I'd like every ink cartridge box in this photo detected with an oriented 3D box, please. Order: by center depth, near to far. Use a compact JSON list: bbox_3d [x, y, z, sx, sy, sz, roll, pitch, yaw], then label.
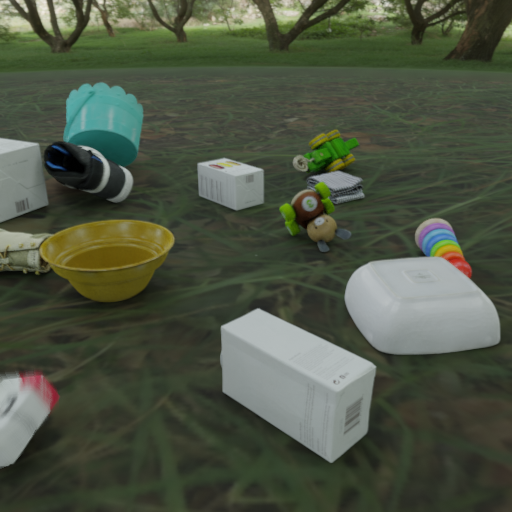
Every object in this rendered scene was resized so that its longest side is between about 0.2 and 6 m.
[{"bbox_3d":[-2.639,1.738,5.944,0.644,0.369,0.886,-11,30,25],"label":"ink cartridge box"}]

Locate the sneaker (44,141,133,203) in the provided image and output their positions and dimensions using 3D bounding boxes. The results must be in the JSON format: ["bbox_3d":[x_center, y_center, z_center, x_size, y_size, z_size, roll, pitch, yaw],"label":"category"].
[{"bbox_3d":[-4.644,-2.355,13.833,3.233,1.181,1.809,21,-2,37],"label":"sneaker"}]

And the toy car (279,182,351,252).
[{"bbox_3d":[1.273,-0.646,11.256,1.048,1.006,1.275,-32,54,-4],"label":"toy car"}]

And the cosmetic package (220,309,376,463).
[{"bbox_3d":[0.406,1.408,6.410,0.710,0.988,1.750,-21,33,-40],"label":"cosmetic package"}]

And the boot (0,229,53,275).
[{"bbox_3d":[-4.546,0.057,9.790,1.611,0.751,2.083,6,23,11],"label":"boot"}]

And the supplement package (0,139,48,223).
[{"bbox_3d":[-6.247,-1.832,13.069,2.025,1.526,1.537,12,26,26],"label":"supplement package"}]

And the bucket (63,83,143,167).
[{"bbox_3d":[-4.381,-3.639,16.088,2.305,2.305,1.500,-1,66,-3],"label":"bucket"}]

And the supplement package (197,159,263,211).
[{"bbox_3d":[-0.647,-1.791,13.808,0.896,0.863,1.575,-19,29,-36],"label":"supplement package"}]

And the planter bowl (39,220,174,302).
[{"bbox_3d":[-2.410,0.169,9.327,2.135,0.889,2.135,0,24,0],"label":"planter bowl"}]

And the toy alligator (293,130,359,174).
[{"bbox_3d":[1.789,-2.753,15.994,0.985,1.077,3.632,-34,-2,42],"label":"toy alligator"}]

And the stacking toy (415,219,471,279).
[{"bbox_3d":[3.413,-0.026,10.131,0.722,0.722,1.691,0,28,1],"label":"stacking toy"}]

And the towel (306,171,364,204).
[{"bbox_3d":[2.003,-1.765,14.186,1.008,0.521,1.217,-15,28,-28],"label":"towel"}]

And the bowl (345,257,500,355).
[{"bbox_3d":[2.454,0.626,8.496,2.004,0.748,2.001,-4,23,-7],"label":"bowl"}]
